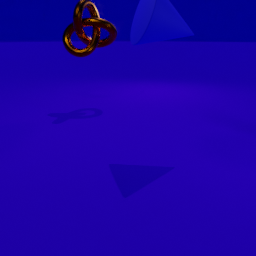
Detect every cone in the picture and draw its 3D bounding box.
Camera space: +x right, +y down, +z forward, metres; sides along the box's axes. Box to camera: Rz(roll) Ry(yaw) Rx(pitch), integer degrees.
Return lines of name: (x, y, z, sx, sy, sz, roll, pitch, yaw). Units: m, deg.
cone: (0.943, -2.361, 6.425, 1.363, 1.358, 1.358, 13, 14, -19)

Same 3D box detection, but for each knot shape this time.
knot shape: (-1.498, -3.792, 10.486, 2.071, 1.938, 0.957, -20, 34, -16)
